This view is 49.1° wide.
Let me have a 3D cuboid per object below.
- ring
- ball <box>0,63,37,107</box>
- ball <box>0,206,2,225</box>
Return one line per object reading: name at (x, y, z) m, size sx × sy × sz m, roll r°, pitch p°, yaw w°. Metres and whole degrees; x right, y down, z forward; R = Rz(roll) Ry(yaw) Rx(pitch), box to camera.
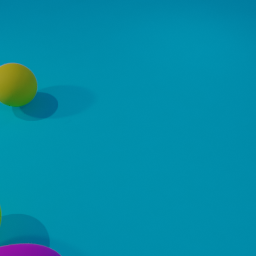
ring at (-1.695, 2.258, 3.768) m, size 1.809 × 1.809 × 0.362 m, roll -20°, pitch 39°, yaw -16°
ball at (-2.884, -1.088, 7.127) m, size 1.101 × 1.101 × 1.101 m, roll 0°, pitch 50°, yaw 0°
ball at (-2.738, 1.489, 4.503) m, size 1.288 × 1.288 × 1.288 m, roll 0°, pitch 50°, yaw 0°
